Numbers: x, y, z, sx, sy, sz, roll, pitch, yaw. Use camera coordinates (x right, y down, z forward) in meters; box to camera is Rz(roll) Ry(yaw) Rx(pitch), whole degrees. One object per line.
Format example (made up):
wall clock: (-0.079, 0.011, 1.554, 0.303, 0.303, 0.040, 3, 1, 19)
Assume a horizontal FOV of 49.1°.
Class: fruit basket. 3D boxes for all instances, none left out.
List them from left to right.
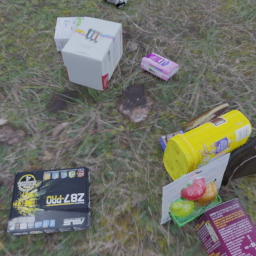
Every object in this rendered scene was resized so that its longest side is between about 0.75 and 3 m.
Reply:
fruit basket: (1.879, 1.826, 8.277, 2.207, 2.383, 1.117, -24, 45, -15)

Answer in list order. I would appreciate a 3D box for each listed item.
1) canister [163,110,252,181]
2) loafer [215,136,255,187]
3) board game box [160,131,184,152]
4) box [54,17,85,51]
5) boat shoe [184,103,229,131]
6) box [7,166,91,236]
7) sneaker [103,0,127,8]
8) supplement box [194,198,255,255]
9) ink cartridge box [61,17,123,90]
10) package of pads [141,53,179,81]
canister: (2.625, 0.612, 9.372, 2.611, 1.939, 1.130, -23, 59, -18)
loafer: (4.169, 1.117, 9.519, 2.915, 1.064, 1.040, -33, 61, -21)
board game box: (1.705, 0.567, 10.290, 0.843, 0.408, 0.672, -16, 57, -10)
box: (-2.712, -4.555, 13.525, 1.452, 0.796, 1.645, -3, 56, -2)
boat shoe: (3.152, -0.253, 10.752, 2.201, 0.794, 0.792, -28, 91, -30)
box: (-2.445, 2.312, 8.997, 2.440, 0.599, 1.966, -3, 59, -3)
sneaker: (-0.780, -6.988, 15.338, 1.511, 0.567, 0.872, 2, 58, 0)
supplement box: (2.959, 3.339, 7.814, 1.121, 1.422, 2.173, -17, 58, -13)
ink cartridge box: (-1.423, -3.227, 12.038, 1.751, 1.759, 2.421, 16, 57, 11)
package of pads: (1.398, -2.730, 12.364, 1.483, 0.561, 0.894, 32, 47, 21)
